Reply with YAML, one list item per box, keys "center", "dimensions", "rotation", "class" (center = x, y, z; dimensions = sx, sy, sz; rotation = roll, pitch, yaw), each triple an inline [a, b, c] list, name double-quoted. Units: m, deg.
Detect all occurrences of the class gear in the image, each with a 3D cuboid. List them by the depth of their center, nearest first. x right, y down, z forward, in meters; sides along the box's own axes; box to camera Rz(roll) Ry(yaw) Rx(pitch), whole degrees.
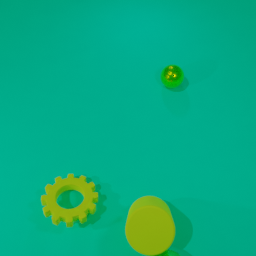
- center: [-1.491, 1.833, 7.235]
  dimensions: [1.406, 0.260, 1.406]
  rotation: [3, 43, -3]
  class: "gear"

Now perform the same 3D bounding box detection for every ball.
- center: [1.437, -1.679, 9.099]
  dimensions: [0.766, 0.766, 0.766]
  rotation: [0, 62, 0]
  class: "ball"

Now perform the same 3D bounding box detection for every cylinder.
- center: [0.511, 2.224, 6.530]
  dimensions: [1.077, 1.077, 1.077]
  rotation: [0, 88, 4]
  class: "cylinder"

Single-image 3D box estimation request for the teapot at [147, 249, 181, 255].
- center: [0.751, 3.285, 6.247]
  dimensions: [2.059, 1.280, 1.008]
  rotation: [-14, 23, 9]
  class: "teapot"
